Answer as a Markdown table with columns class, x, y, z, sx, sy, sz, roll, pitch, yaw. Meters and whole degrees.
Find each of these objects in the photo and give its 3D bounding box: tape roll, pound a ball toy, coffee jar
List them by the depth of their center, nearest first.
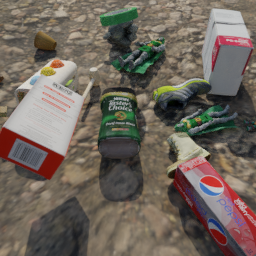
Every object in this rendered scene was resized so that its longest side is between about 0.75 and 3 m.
| class | x | y | z | sx | sy | sz | roll | pitch | yaw |
| --- | --- | --- | --- | --- | --- | --- | --- | --- | --- |
| coffee jar | -0.290 | -0.272 | 9.063 | 1.303 | 1.066 | 2.499 | -2 | 46 | -1 |
| pound a ball toy | -2.322 | -1.611 | 9.909 | 1.956 | 1.274 | 3.000 | 6 | 35 | 11 |
| tape roll | -0.336 | -4.112 | 10.326 | 1.416 | 0.340 | 1.416 | -11 | 27 | 6 |

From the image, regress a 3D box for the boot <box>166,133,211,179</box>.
| class | x | y | z | sx | sy | sz | roll | pitch | yaw |
| --- | --- | --- | --- | --- | --- | --- | --- | --- | --- |
| boot | 1.516 | 0.780 | 8.406 | 1.591 | 0.573 | 1.230 | -21 | 50 | -26 |

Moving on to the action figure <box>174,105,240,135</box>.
| class | x | y | z | sx | sy | sz | roll | pitch | yaw |
| --- | --- | --- | --- | --- | --- | --- | --- | --- | --- |
| action figure | 2.543 | -0.222 | 9.362 | 2.199 | 0.601 | 1.299 | -16 | 42 | -16 |

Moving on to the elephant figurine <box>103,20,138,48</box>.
| class | x | y | z | sx | sy | sz | roll | pitch | yaw |
| --- | --- | --- | --- | --- | --- | --- | --- | --- | --- |
| elephant figurine | -0.427 | -4.747 | 13.366 | 1.586 | 1.446 | 2.044 | 28 | 21 | -35 |

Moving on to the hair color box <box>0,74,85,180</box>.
| class | x | y | z | sx | sy | sz | roll | pitch | yaw |
| --- | --- | --- | --- | --- | --- | --- | --- | --- | --- |
| hair color box | -1.956 | -0.164 | 6.632 | 1.354 | 0.817 | 2.667 | 29 | 29 | -15 |

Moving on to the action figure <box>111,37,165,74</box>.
| class | x | y | z | sx | sy | sz | roll | pitch | yaw |
| --- | --- | --- | --- | --- | --- | --- | --- | --- | --- |
| action figure | 0.773 | -3.332 | 12.264 | 1.702 | 0.788 | 2.881 | 26 | 48 | 27 |

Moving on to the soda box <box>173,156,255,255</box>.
| class | x | y | z | sx | sy | sz | roll | pitch | yaw |
| --- | --- | --- | --- | --- | --- | --- | --- | --- | --- |
| soda box | 2.241 | 1.997 | 6.972 | 0.855 | 0.944 | 2.696 | -20 | 49 | -18 |

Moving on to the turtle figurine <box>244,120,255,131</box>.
| class | x | y | z | sx | sy | sz | roll | pitch | yaw |
| --- | --- | --- | --- | --- | --- | --- | --- | --- | --- |
| turtle figurine | 4.383 | -0.165 | 9.418 | 0.846 | 0.426 | 0.633 | -14 | 35 | 6 |

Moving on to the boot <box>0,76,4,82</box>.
| class | x | y | z | sx | sy | sz | roll | pitch | yaw |
| --- | --- | --- | --- | --- | --- | --- | --- | --- | --- |
| boot | -5.551 | -1.976 | 11.225 | 0.934 | 0.328 | 0.683 | -31 | 51 | -29 |

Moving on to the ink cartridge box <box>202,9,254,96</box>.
| class | x | y | z | sx | sy | sz | roll | pitch | yaw |
| --- | --- | --- | --- | --- | --- | --- | --- | --- | --- |
| ink cartridge box | 3.733 | -3.007 | 10.939 | 1.211 | 2.109 | 2.905 | 6 | 46 | 5 |

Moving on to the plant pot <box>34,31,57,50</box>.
| class | x | y | z | sx | sy | sz | roll | pitch | yaw |
| --- | --- | --- | --- | --- | --- | --- | --- | --- | --- |
| plant pot | -3.740 | -3.925 | 12.851 | 0.840 | 0.783 | 0.783 | 21 | 49 | 3 |

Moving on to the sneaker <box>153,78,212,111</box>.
| class | x | y | z | sx | sy | sz | roll | pitch | yaw |
| --- | --- | --- | --- | --- | --- | --- | --- | --- | --- |
| sneaker | 2.047 | -1.128 | 10.189 | 2.184 | 0.807 | 0.884 | -16 | 55 | -5 |

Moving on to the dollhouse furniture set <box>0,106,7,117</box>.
| class | x | y | z | sx | sy | sz | roll | pitch | yaw |
| --- | --- | --- | --- | --- | --- | --- | --- | --- | --- |
| dollhouse furniture set | -4.043 | -0.125 | 9.386 | 2.353 | 0.909 | 1.176 | 33 | 40 | 5 |
